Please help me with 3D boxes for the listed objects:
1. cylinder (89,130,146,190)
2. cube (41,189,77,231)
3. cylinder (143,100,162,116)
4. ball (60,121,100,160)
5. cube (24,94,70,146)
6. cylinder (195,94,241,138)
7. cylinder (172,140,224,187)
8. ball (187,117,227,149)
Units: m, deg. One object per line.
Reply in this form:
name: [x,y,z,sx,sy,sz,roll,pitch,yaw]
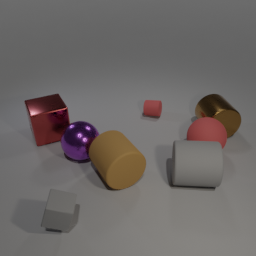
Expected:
cylinder: [-0.357,0.996,8.982,1.400,1.400,1.400,-16,36,-24]
cube: [-1.787,2.122,7.258,0.700,0.700,0.700,15,29,-12]
cylinder: [1.121,-0.905,12.650,0.700,0.700,0.700,5,32,19]
ball: [-1.676,0.445,9.929,1.400,1.400,1.400,0,32,0]
cube: [-3.170,-0.355,11.149,1.400,1.400,1.400,-16,36,-21]
cylinder: [3.619,-0.479,11.381,1.400,1.400,1.400,-5,32,-7]
cylinder: [2.117,1.101,8.749,1.400,1.400,1.400,2,32,6]
ball: [2.825,0.314,10.077,1.400,1.400,1.400,0,32,0]
